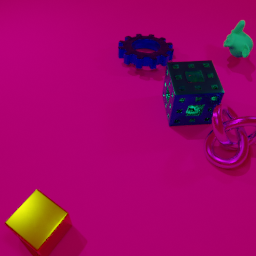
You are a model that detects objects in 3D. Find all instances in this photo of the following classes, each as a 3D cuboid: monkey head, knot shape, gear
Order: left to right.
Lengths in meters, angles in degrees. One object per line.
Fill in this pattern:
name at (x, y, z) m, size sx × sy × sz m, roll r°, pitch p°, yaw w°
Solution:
gear at (0.578, -2.549, 9.192) m, size 1.810 × 0.335 × 1.810 m, roll 1°, pitch 43°, yaw -1°
knot shape at (2.485, 0.060, 6.838) m, size 1.596 × 0.738 × 1.494 m, roll -34°, pitch 101°, yaw -5°
monkey head at (3.571, -2.754, 8.781) m, size 0.853 × 1.018 × 1.415 m, roll 28°, pitch 38°, yaw 1°

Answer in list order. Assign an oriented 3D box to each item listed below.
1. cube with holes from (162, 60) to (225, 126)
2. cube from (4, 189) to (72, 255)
cube with holes at (1.684, -0.934, 7.598) m, size 1.229 × 1.229 × 1.229 m, roll -3°, pitch 52°, yaw -3°
cube at (-1.750, 1.932, 5.630) m, size 0.861 × 0.861 × 0.861 m, roll 32°, pitch 59°, yaw 15°
